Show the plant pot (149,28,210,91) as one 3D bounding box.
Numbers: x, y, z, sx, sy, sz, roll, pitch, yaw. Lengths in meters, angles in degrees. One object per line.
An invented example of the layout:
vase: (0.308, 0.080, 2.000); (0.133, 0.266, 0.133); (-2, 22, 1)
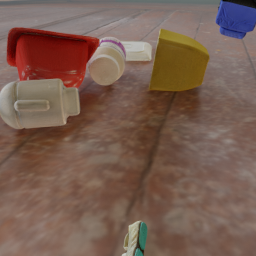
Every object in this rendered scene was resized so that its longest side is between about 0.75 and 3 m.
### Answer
plant pot: (1.937, -2.459, 10.504); (1.940, 1.884, 1.896); (11, 31, 2)

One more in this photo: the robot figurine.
robot figurine: (-2.517, -0.669, 7.788); (2.320, 1.310, 1.967); (-6, 5, -9)

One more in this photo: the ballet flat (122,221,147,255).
ballet flat: (0.085, 1.934, 4.354); (0.346, 0.374, 1.109); (-21, 20, 20)

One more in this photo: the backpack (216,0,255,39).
backpack: (2.372, -2.500, 5.938); (0.872, 0.900, 1.073); (25, 55, 13)

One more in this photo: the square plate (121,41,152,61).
square plate: (-0.183, -4.133, 14.733); (2.883, 0.410, 2.856); (2, 30, 4)

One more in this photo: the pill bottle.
pill bottle: (-0.820, -2.639, 11.111); (1.439, 1.439, 2.563); (1, 30, 2)

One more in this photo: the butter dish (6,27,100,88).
butter dish: (-2.511, -1.802, 9.252); (2.758, 2.039, 2.751); (1, -13, -24)
